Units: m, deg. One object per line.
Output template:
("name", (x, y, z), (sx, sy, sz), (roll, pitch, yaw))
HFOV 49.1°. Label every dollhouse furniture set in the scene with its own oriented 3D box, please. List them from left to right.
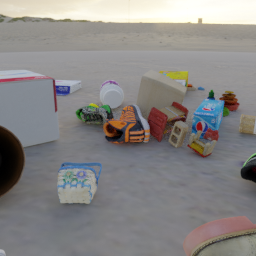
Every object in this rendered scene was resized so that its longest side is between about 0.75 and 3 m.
("dollhouse furniture set", (1.619, 0.135, 8.016), (1.136, 0.858, 2.110), (-16, 42, -40))

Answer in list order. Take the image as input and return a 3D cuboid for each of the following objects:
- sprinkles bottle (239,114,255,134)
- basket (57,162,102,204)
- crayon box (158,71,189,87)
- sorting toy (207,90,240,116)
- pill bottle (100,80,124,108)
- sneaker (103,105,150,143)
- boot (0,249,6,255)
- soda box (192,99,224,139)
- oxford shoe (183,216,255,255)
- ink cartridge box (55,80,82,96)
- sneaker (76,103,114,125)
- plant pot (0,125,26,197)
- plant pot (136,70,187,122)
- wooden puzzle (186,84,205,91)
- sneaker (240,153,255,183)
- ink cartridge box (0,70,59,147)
("sprinkles bottle", (4.318, -0.037, 8.496), (1.735, 0.592, 0.592), (8, 21, 24))
("basket", (-0.945, 0.985, 5.432), (0.832, 0.657, 0.944), (-2, 27, -1))
("crayon box", (2.258, -2.361, 14.654), (1.672, 0.669, 2.634), (5, 28, 16))
("sorting toy", (3.701, -1.081, 11.213), (1.160, 0.793, 1.931), (16, 25, 39))
("pill bottle", (-0.688, -1.409, 11.844), (1.006, 1.006, 1.792), (-2, 20, -6))
("sneaker", (-0.194, -0.180, 8.563), (1.202, 0.832, 2.146), (-3, 19, -13))
("boot", (-1.916, 1.883, 3.488), (0.830, 0.305, 0.397), (-22, 34, -30))
("soda box", (2.646, -0.351, 9.160), (0.708, 0.748, 2.206), (8, 21, 23))
("oxford shoe", (2.075, 1.640, 3.521), (2.630, 0.931, 0.971), (-8, 38, -8))
("ink cartridge box", (-3.881, -2.207, 15.014), (2.172, 0.479, 2.212), (4, 18, 10))
("sneaker", (-1.120, -0.369, 9.517), (0.803, 0.736, 1.885), (-22, 19, -33))
("plant pot", (-2.840, 0.652, 5.535), (1.396, 1.396, 1.494), (-10, -1, -26))
("plant pot", (1.195, -0.985, 9.884), (1.488, 1.680, 1.678), (15, 22, 10))
("wooden puzzle", (3.101, -2.330, 15.696), (2.080, 0.243, 1.403), (-1, 19, -3))
("sneaker", (3.012, 1.114, 5.196), (0.857, 0.785, 2.047), (-26, 23, -21))
("ink cartridge box", (-3.443, -0.677, 8.395), (1.838, 1.847, 2.542), (-14, 23, -34))
